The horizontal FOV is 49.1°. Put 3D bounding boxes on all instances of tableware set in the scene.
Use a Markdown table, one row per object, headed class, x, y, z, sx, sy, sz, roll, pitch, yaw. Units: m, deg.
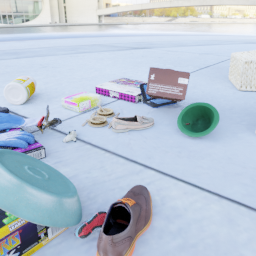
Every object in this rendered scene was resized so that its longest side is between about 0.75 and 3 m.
| class | x | y | z | sx | sy | sz | roll | pitch | yaw |
| --- | --- | --- | --- | --- | --- | --- | --- | --- | --- |
| tableware set | -1.036 | -0.498 | 11.005 | 1.135 | 0.344 | 1.717 | 5 | 24 | 11 |

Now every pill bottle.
| class | x | y | z | sx | sy | sz | roll | pitch | yaw |
| --- | --- | --- | --- | --- | --- | --- | --- | --- | --- |
| pill bottle | -4.979 | -1.860 | 13.215 | 1.045 | 1.045 | 1.883 | 0 | 24 | 1 |

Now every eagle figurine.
| class | x | y | z | sx | sy | sz | roll | pitch | yaw |
| --- | --- | --- | --- | --- | --- | --- | --- | --- | --- |
| eagle figurine | -2.793 | -0.247 | 9.798 | 0.711 | 0.937 | 0.707 | 38 | 12 | -40 |

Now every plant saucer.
| class | x | y | z | sx | sy | sz | roll | pitch | yaw |
| --- | --- | --- | --- | --- | --- | --- | --- | --- | --- |
| plant saucer | -1.897 | 1.050 | 5.572 | 2.465 | 0.443 | 2.465 | 30 | 0 | 0 |

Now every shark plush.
| class | x | y | z | sx | sy | sz | roll | pitch | yaw |
| --- | --- | --- | --- | --- | --- | --- | --- | --- | --- |
| shark plush | -1.961 | 0.218 | 9.488 | 0.373 | 0.407 | 0.895 | -28 | 26 | 13 |

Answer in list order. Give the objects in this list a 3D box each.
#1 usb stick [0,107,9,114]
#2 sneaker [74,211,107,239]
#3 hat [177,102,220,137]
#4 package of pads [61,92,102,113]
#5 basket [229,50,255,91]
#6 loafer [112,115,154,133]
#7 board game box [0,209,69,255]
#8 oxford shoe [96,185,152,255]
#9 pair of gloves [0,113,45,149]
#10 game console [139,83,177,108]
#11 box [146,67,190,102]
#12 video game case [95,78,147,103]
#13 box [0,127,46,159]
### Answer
| class | x | y | z | sx | sy | sz | roll | pitch | yaw |
| --- | --- | --- | --- | --- | --- | --- | --- | --- | --- |
| usb stick | -5.689 | -0.511 | 11.089 | 1.867 | 0.304 | 0.518 | -19 | 31 | -36 |
| sneaker | -0.723 | 1.843 | 5.431 | 0.760 | 0.302 | 0.363 | -21 | 0 | -38 |
| hat | 2.641 | -0.006 | 10.170 | 1.397 | 1.484 | 1.686 | 28 | 69 | 33 |
| package of pads | -2.007 | -1.179 | 12.352 | 1.134 | 0.501 | 1.468 | 17 | 29 | 34 |
| basket | 6.622 | -3.150 | 15.208 | 1.661 | 1.825 | 2.692 | 0 | 24 | 5 |
| loafer | 0.217 | -0.229 | 10.164 | 1.698 | 0.534 | 0.610 | -11 | 26 | -23 |
| board game box | -2.968 | 1.818 | 5.199 | 2.393 | 0.821 | 2.895 | 19 | 30 | 34 |
| oxford shoe | 0.035 | 1.679 | 5.526 | 0.780 | 0.795 | 2.191 | 6 | 25 | 15 |
| pair of gloves | -3.968 | 0.067 | 8.758 | 2.386 | 0.338 | 2.967 | -2 | 22 | -4 |
| game console | 1.398 | -1.568 | 12.818 | 1.427 | 0.844 | 1.218 | -14 | 27 | -27 |
| box | 1.582 | -1.671 | 11.260 | 1.466 | 1.097 | 2.928 | 10 | 3 | 7 |
| video game case | 0.063 | -1.969 | 14.174 | 2.577 | 0.461 | 2.336 | 17 | 29 | 34 |
| box | -3.785 | 0.559 | 8.550 | 1.665 | 0.420 | 2.329 | -18 | 31 | -36 |
